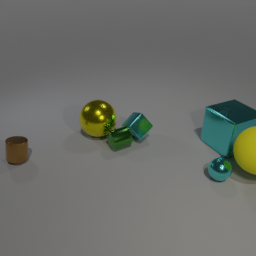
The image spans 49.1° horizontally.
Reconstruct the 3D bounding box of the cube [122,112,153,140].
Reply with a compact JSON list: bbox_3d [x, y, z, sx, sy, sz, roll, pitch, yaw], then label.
[{"bbox_3d":[0.336,-0.090,10.284,0.700,0.700,0.700,-47,22,-12],"label":"cube"}]

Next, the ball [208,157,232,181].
[{"bbox_3d":[2.775,1.241,8.452,0.700,0.700,0.700,0,31,0],"label":"ball"}]

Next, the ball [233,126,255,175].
[{"bbox_3d":[3.781,0.646,8.061,1.400,1.400,1.400,0,31,0],"label":"ball"}]

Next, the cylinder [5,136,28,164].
[{"bbox_3d":[-3.667,0.711,9.255,0.700,0.700,0.700,6,20,-2],"label":"cylinder"}]

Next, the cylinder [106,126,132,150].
[{"bbox_3d":[-0.307,0.359,9.927,0.700,0.700,0.700,-18,35,-23],"label":"cylinder"}]

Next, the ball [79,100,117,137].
[{"bbox_3d":[-1.114,-0.358,10.468,1.400,1.400,1.400,0,31,0],"label":"ball"}]

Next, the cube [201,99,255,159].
[{"bbox_3d":[3.626,-0.010,9.882,1.400,1.400,1.400,-15,34,-23],"label":"cube"}]
